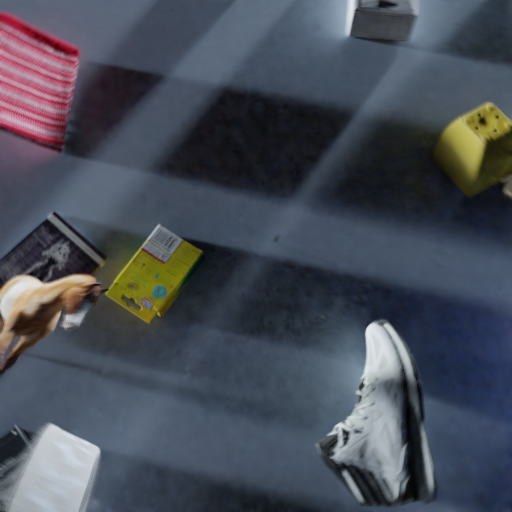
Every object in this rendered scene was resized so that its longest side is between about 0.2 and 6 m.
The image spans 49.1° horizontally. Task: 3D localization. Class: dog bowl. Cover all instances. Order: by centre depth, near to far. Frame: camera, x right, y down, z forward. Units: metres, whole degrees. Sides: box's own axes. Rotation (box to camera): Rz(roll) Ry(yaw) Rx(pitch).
[{"bbox_3d":[-2.298,2.997,6.135,0.627,2.137,2.137,15,69,-8],"label":"dog bowl"}]

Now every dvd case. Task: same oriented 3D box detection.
[{"bbox_3d":[-3.236,0.247,8.441,1.224,0.131,1.646,39,73,14],"label":"dvd case"}]

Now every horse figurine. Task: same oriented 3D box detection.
[{"bbox_3d":[-2.951,0.867,6.923,0.671,2.689,1.782,40,71,-26],"label":"horse figurine"}]

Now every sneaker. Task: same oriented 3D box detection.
[{"bbox_3d":[1.430,2.058,7.340,1.372,0.900,2.385,-6,71,-5],"label":"sneaker"}]

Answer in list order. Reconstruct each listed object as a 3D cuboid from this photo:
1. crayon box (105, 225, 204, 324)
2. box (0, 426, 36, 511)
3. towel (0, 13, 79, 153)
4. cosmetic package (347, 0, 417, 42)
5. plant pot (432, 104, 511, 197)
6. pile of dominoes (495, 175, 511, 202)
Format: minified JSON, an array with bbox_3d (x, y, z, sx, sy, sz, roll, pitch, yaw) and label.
[{"bbox_3d":[-1.490,0.297,8.320,0.843,0.337,1.328,32,72,12],"label":"crayon box"},{"bbox_3d":[-3.342,2.932,7.182,1.213,0.478,0.856,-36,75,-19],"label":"box"},{"bbox_3d":[-3.683,-2.828,9.113,1.476,0.230,2.041,19,64,-38],"label":"towel"},{"bbox_3d":[2.357,-5.294,10.279,1.149,0.705,2.784,6,69,1],"label":"cosmetic package"},{"bbox_3d":[3.450,-1.716,8.608,0.981,1.010,0.987,-28,62,-6],"label":"plant pot"},{"bbox_3d":[5.398,-0.942,8.890,2.643,0.540,3.391,-32,64,-11],"label":"pile of dominoes"}]
